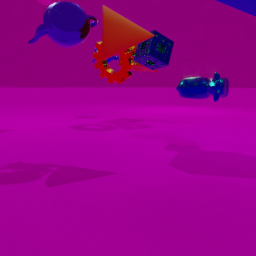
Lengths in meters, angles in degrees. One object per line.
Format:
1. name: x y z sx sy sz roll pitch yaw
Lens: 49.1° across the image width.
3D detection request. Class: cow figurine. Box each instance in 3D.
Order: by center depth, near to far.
1. cow figurine: 1.662 -0.907 6.338 1.146 0.629 1.127 1 6 11

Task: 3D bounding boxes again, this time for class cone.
1. cone: 0.011 -1.692 5.074 0.947 0.944 0.944 0 9 -5

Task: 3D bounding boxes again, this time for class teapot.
1. teapot: -1.137 -1.778 4.987 1.320 0.821 0.646 -22 -9 -21

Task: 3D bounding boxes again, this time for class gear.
1. gear: -0.496 -2.362 9.746 1.629 1.629 0.301 6 27 34

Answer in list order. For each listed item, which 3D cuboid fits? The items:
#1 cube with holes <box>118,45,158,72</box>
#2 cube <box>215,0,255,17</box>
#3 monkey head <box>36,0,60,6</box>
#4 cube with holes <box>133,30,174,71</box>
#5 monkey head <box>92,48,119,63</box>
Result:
1. cube with holes: 0.487 -2.954 11.281 1.154 1.154 1.154 12 5 39
2. cube: 2.682 -3.462 6.230 1.205 1.205 1.205 33 11 20
3. monkey head: -2.775 -4.437 9.581 0.847 1.011 1.406 -7 5 -2
4. cube with holes: 0.915 -2.751 10.031 0.929 0.929 0.929 20 -11 -29
5. monkey head: -1.120 -3.225 12.629 1.383 0.834 0.995 -14 -9 -32
